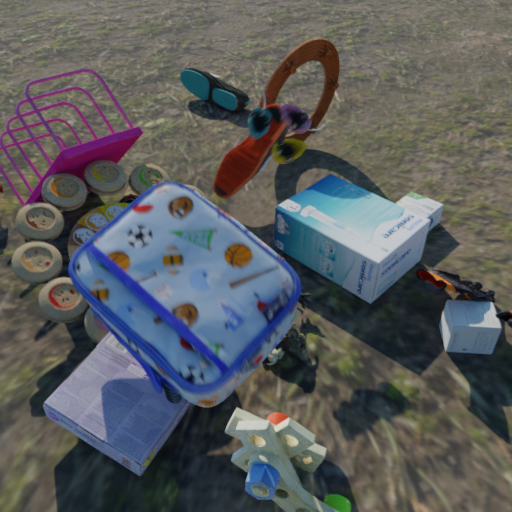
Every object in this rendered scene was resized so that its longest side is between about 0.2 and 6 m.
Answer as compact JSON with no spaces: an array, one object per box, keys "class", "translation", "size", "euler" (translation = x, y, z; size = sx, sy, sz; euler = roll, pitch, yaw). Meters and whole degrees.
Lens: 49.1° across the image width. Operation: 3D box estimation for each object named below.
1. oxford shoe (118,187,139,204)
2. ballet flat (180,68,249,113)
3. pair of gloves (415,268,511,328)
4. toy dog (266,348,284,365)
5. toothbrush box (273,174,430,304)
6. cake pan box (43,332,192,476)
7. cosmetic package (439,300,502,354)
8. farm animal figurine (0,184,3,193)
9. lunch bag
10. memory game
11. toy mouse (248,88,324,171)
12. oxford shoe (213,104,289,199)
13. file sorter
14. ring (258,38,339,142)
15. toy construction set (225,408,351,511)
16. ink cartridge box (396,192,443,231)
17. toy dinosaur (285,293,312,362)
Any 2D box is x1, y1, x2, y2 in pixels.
[{"class":"oxford shoe","translation":[-2.460,-0.966,11.775],"size":[0.959,1.018,2.723],"euler":[-5,39,-6]},{"class":"ballet flat","translation":[-1.209,-5.027,17.038],"size":[2.464,0.838,0.843],"euler":[36,41,23]},{"class":"pair of gloves","translation":[3.984,0.869,9.379],"size":[2.413,0.298,2.150],"euler":[34,16,37]},{"class":"toy dog","translation":[0.217,1.594,9.280],"size":[0.390,0.272,0.379],"euler":[28,82,27]},{"class":"toothbrush box","translation":[1.841,-0.435,11.090],"size":[2.472,1.054,1.809],"euler":[30,48,32]},{"class":"cake pan box","translation":[-1.931,2.051,8.209],"size":[1.753,0.459,1.615],"euler":[26,46,11]},{"class":"cosmetic package","translation":[3.577,1.195,9.416],"size":[0.774,0.648,0.644],"euler":[3,39,4]},{"class":"farm animal figurine","translation":[-6.430,-1.248,12.312],"size":[1.771,0.934,1.791],"euler":[14,47,35]},{"class":"lunch bag","translation":[-0.998,0.554,8.063],"size":[3.096,1.170,2.481],"euler":[39,67,18]},{"class":"memory game","translation":[-2.307,-0.211,10.231],"size":[4.070,0.259,4.070],"euler":[10,54,-15]},{"class":"toy mouse","translation":[0.388,-2.372,10.258],"size":[1.682,0.325,1.495],"euler":[-25,78,-23]},{"class":"oxford shoe","translation":[-0.016,-2.183,12.474],"size":[0.844,0.860,2.371],"euler":[42,95,24]},{"class":"file sorter","translation":[-4.073,-2.359,11.688],"size":[1.874,2.697,1.691],"euler":[-33,92,-43]},{"class":"ring","translation":[1.112,-3.772,13.642],"size":[3.007,3.007,0.289],"euler":[-32,58,-33]},{"class":"toy construction set","translation":[0.167,3.589,5.804],"size":[2.493,1.752,3.802],"euler":[10,51,13]},{"class":"ink cartridge box","translation":[3.350,-0.834,12.039],"size":[0.817,0.492,1.124],"euler":[30,47,33]},{"class":"toy dinosaur","translation":[0.269,0.759,9.846],"size":[2.471,0.586,1.089],"euler":[41,32,26]}]
